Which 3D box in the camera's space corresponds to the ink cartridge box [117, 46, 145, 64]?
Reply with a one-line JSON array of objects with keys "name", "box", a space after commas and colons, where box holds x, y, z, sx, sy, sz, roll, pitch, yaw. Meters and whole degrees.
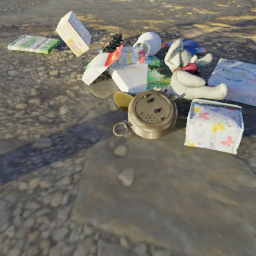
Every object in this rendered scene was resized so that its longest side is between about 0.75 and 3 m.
[{"name": "ink cartridge box", "box": [0.107, -3.021, 11.587, 1.095, 0.457, 0.795, -3, 36, -4]}]

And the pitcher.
[{"name": "pitcher", "box": [0.698, -3.732, 13.028, 1.513, 1.069, 1.764, -16, 20, 34]}]

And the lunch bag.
[{"name": "lunch bag", "box": [2.495, -0.214, 8.183, 1.488, 1.116, 1.755, 11, 32, 14]}]

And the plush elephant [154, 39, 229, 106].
[{"name": "plush elephant", "box": [1.988, -1.732, 9.076, 2.378, 1.841, 1.958, 6, -6, 13]}]

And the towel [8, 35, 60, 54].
[{"name": "towel", "box": [-4.714, -4.185, 14.201, 2.140, 0.328, 1.596, 10, 40, 9]}]

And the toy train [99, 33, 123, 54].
[{"name": "toy train", "box": [-0.885, -4.158, 13.966, 0.619, 0.461, 2.703, 6, 37, 14]}]

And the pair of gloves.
[{"name": "pair of gloves", "box": [2.817, -3.935, 13.855, 1.802, 0.255, 2.241, -7, 36, -6]}]

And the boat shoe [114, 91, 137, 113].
[{"name": "boat shoe", "box": [0.406, -0.753, 9.317, 1.875, 0.686, 0.608, 29, 39, 20]}]

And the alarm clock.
[{"name": "alarm clock", "box": [0.542, -0.347, 8.350, 2.152, 0.717, 1.452, -28, 65, -8]}]

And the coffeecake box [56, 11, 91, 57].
[{"name": "coffeecake box", "box": [-1.741, -3.105, 9.171, 0.499, 1.047, 1.364, -31, 32, 16]}]

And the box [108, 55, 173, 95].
[{"name": "box", "box": [0.627, -2.009, 11.014, 2.165, 0.545, 3.000, -12, 39, -16]}]

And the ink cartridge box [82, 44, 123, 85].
[{"name": "ink cartridge box", "box": [-1.008, -2.652, 11.116, 0.442, 1.765, 1.420, 40, 31, -21]}]

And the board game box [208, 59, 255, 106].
[{"name": "board game box", "box": [4.446, -1.755, 10.675, 2.467, 0.535, 2.455, 17, 40, 21]}]
